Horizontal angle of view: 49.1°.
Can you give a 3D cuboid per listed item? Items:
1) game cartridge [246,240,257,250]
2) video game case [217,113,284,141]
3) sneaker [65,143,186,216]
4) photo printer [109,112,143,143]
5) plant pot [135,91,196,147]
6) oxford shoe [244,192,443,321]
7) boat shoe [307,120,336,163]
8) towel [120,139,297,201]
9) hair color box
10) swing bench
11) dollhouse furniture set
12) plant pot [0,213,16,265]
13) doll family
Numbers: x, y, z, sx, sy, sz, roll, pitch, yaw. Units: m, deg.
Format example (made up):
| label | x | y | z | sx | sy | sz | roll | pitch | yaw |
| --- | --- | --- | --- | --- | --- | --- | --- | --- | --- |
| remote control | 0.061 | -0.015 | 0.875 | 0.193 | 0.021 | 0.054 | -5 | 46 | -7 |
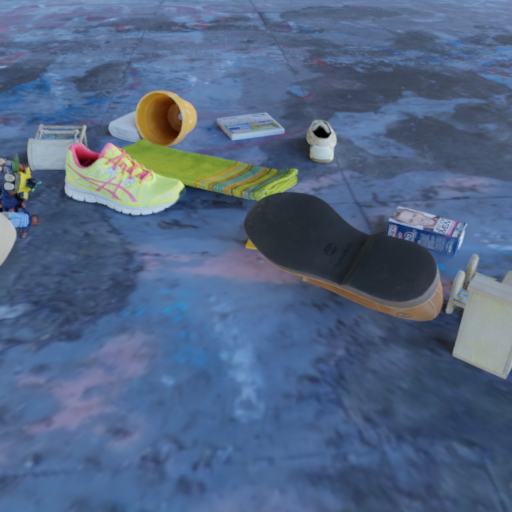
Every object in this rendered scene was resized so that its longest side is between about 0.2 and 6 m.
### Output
| label | x | y | z | sx | sy | sz | roll | pitch | yaw |
| --- | --- | --- | --- | --- | --- | --- | --- | --- | --- |
| game cartridge | 0.085 | -0.242 | 10.213 | 0.468 | 0.076 | 0.413 | 7 | 35 | 11 |
| video game case | -0.167 | -3.454 | 14.903 | 1.451 | 0.160 | 1.321 | -11 | 35 | -17 |
| sneaker | -2.720 | -1.616 | 11.231 | 2.700 | 1.219 | 1.055 | 10 | 34 | 12 |
| photo printer | -3.037 | -3.398 | 14.569 | 1.026 | 0.428 | 1.233 | 20 | 39 | 27 |
| plant pot | -2.134 | -3.444 | 14.019 | 1.336 | 1.336 | 1.224 | 12 | 20 | 17 |
| oxford shoe | 1.215 | 0.079 | 8.793 | 3.678 | 1.311 | 1.312 | 32 | 79 | 40 |
| boat shoe | 1.613 | -2.986 | 13.747 | 0.738 | 0.665 | 2.046 | 3 | 34 | 5 |
| towel | -1.334 | -1.926 | 12.147 | 4.203 | 0.379 | 1.809 | 15 | 24 | 22 |
| hair color box | 3.103 | -0.464 | 10.258 | 1.294 | 0.392 | 0.647 | 17 | 38 | 23 |
| swing bench | -4.583 | -2.512 | 13.005 | 1.113 | 0.726 | 1.119 | 0 | 34 | -1 |
| dollhouse furniture set | 3.589 | 0.615 | 7.909 | 1.611 | 1.221 | 1.838 | 23 | 40 | 30 |
| plant pot | -4.822 | -0.041 | 8.740 | 1.752 | 1.752 | 1.176 | 2 | 61 | 3 |
| doll family | -4.377 | -1.099 | 10.314 | 0.592 | 1.508 | 0.871 | 12 | 5 | 9 |
